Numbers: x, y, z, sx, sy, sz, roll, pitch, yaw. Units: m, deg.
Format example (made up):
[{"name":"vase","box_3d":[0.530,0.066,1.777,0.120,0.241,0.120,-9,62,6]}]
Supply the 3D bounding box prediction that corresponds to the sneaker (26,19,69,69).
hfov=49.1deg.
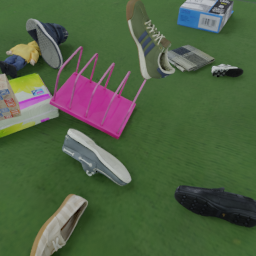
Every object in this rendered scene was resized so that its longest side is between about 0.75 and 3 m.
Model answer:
[{"name":"sneaker","box_3d":[-2.874,-3.374,11.328,2.249,0.855,1.625,59,30,8]}]

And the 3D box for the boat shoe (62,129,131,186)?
[{"name":"boat shoe","box_3d":[-0.880,0.880,7.365,2.233,0.813,0.690,36,98,23]}]

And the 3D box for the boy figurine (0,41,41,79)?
[{"name":"boy figurine","box_3d":[-4.067,-2.808,10.896,1.299,0.673,2.089,19,46,10]}]

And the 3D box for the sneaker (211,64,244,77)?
[{"name":"sneaker","box_3d":[3.703,-2.195,10.461,1.153,0.427,0.510,3,47,2]}]

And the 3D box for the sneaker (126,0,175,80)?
[{"name":"sneaker","box_3d":[0.651,-2.129,6.835,0.899,2.003,0.672,7,38,35]}]

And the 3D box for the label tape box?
[{"name":"label tape box","box_3d":[3.950,-5.851,13.791,2.071,0.909,2.873,21,49,20]}]

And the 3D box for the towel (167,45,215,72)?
[{"name":"towel","box_3d":[2.409,-2.793,11.242,1.535,0.275,1.594,-24,48,-26]}]

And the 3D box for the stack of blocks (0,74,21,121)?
[{"name":"stack of blocks","box_3d":[-2.768,-0.588,5.887,0.723,1.256,0.368,-14,71,-14]}]

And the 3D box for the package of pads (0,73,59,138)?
[{"name":"package of pads","box_3d":[-3.596,-0.728,8.719,2.355,0.803,1.819,-23,49,-21]}]

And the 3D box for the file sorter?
[{"name":"file sorter","box_3d":[-0.821,-1.111,8.203,2.272,1.425,1.579,28,48,-1]}]

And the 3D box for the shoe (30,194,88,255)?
[{"name":"shoe","box_3d":[-1.442,2.137,5.988,0.458,0.600,1.717,12,43,21]}]

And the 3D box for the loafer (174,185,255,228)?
[{"name":"loafer","box_3d":[2.037,1.684,6.452,1.933,0.656,0.678,15,42,8]}]
